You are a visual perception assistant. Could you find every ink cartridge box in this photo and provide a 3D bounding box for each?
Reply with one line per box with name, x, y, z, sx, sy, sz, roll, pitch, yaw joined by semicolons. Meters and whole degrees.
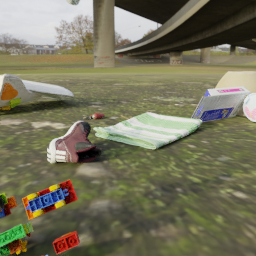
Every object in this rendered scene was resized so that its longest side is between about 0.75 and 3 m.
ink cartridge box;2.901;-0.748;9.099;2.319;1.098;0.430;-10;47;-33

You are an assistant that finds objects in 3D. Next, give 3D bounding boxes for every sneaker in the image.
sneaker;-0.901;0.356;5.867;0.917;0.601;1.588;9;26;16

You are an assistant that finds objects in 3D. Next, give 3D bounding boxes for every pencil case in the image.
pencil case;4.954;-0.785;9.369;2.252;1.021;0.936;-9;-24;-26

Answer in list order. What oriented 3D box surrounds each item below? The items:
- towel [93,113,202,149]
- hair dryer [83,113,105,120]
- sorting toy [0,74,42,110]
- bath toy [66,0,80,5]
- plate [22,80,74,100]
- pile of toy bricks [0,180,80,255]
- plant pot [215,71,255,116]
towel;0.644;-0.015;7.767;2.026;0.311;2.656;11;17;37
hair dryer;-1.189;-0.438;9.752;0.765;0.208;0.583;-1;12;-8
sorting toy;-4.981;-1.357;11.426;2.800;1.496;2.521;6;7;27
bath toy;-1.173;-3.637;6.527;0.682;0.803;1.846;-17;52;17
plate;-3.995;-1.701;12.550;2.691;0.435;2.685;7;0;-24
pile of toy bricks;-1.152;1.065;2.778;1.441;0.799;0.711;-20;-11;-12
plant pot;4.455;-1.450;11.097;2.320;1.558;2.320;0;13;0
